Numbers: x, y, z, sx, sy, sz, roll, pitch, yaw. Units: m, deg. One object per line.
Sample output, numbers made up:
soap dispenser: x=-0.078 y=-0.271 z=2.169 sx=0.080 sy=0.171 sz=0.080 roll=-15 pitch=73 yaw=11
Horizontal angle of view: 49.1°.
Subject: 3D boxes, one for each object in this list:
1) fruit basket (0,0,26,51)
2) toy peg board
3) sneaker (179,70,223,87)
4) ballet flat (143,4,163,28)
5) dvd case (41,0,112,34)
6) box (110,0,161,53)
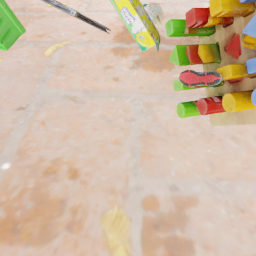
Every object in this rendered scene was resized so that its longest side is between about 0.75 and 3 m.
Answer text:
fruit basket: x=-3.034 y=-2.712 z=6.099 sx=1.198 sy=1.661 sz=1.661 roll=11 pitch=45 yaw=11
toy peg board: x=2.065 y=-1.450 z=5.862 sx=1.443 sy=2.949 sz=2.937 roll=-9 pitch=2 yaw=-19
sneaker: x=1.432 y=-0.951 z=5.531 sx=0.838 sy=0.332 sz=0.400 roll=12 pitch=9 yaw=29
ballet flat: x=0.779 y=-3.687 z=9.470 sx=0.845 sy=0.845 sz=2.356 roll=13 pitch=26 yaw=13
dvd case: x=-1.534 y=-3.144 z=7.603 sx=1.618 sy=0.174 sz=2.176 roll=29 pitch=15 yaw=13
box: x=0.239 y=-2.671 z=6.907 sx=0.428 sy=1.768 sz=1.037 roll=-27 pitch=26 yaw=27
